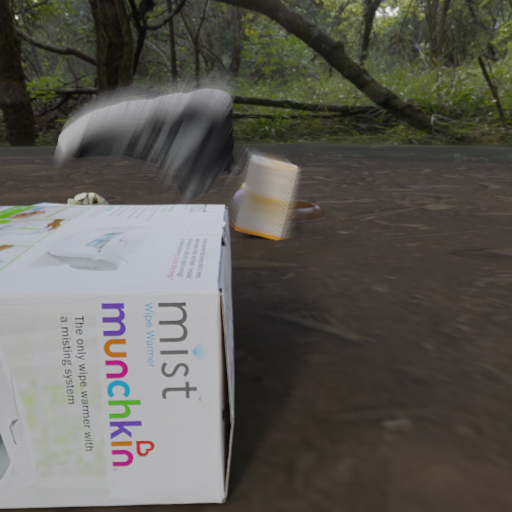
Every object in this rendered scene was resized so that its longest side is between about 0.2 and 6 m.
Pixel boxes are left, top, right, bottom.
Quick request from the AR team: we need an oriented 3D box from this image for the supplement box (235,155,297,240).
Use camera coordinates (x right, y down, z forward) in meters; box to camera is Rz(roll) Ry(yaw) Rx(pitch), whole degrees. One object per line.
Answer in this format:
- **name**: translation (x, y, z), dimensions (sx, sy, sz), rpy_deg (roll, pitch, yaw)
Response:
- **supplement box**: translation (0.187, -1.115, 10.805), dimensions (0.902, 1.432, 0.526), rpy_deg (14, 22, -1)

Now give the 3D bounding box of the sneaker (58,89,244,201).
- **sneaker**: translation (-1.380, -1.448, 8.012), dimensions (2.556, 1.455, 0.965), rpy_deg (-17, 3, -19)

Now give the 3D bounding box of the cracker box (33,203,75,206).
- **cracker box**: translation (-3.688, -0.582, 10.720), dimensions (2.090, 0.603, 1.400), rpy_deg (6, 15, 20)

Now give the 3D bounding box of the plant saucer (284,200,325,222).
- **plant saucer**: translation (0.744, -1.114, 13.542), dimensions (1.823, 0.292, 1.823), rpy_deg (-1, 14, 0)

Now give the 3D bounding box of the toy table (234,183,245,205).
- **toy table**: translation (-0.005, -1.421, 12.320), dimensions (0.863, 0.793, 0.505), rpy_deg (8, 53, 15)

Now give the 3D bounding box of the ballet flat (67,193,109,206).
- **ballet flat**: translation (-4.084, -1.303, 13.775), dimensions (0.556, 0.514, 1.649), rpy_deg (9, 16, 11)

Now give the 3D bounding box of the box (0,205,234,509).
- **box**: translation (-1.563, 0.461, 4.674), dimensions (2.742, 1.503, 3.108), rpy_deg (0, 14, -3)
